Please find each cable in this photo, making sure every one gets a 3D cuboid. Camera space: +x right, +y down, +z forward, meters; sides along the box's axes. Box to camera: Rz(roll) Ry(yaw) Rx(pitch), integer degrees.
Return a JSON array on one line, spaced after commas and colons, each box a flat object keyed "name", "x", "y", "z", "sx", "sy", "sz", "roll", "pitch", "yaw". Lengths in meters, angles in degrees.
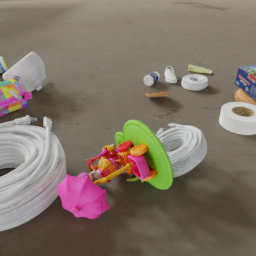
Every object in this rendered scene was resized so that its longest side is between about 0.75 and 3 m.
[{"name": "cable", "x": 2.712, "y": -1.859, "z": 11.389, "sx": 1.040, "sy": 0.360, "sz": 1.040, "roll": 15, "pitch": 34, "yaw": 23}, {"name": "cable", "x": -2.839, "y": 0.942, "z": 6.202, "sx": 2.890, "sy": 1.000, "sz": 2.889, "roll": -13, "pitch": 35, "yaw": -20}, {"name": "cable", "x": 1.110, "y": 0.543, "z": 6.784, "sx": 1.575, "sy": 0.545, "sz": 1.575, "roll": -43, "pitch": 26, "yaw": -26}]

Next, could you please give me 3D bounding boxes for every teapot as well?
[{"name": "teapot", "x": -3.840, "y": -2.024, "z": 10.886, "sx": 1.719, "sy": 1.272, "sz": 1.742, "roll": 2, "pitch": 47, "yaw": 54}]

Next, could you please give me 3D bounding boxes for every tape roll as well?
[{"name": "tape roll", "x": 3.570, "y": -0.325, "z": 8.770, "sx": 1.334, "sy": 0.467, "sz": 1.334, "roll": 0, "pitch": 31, "yaw": 0}]

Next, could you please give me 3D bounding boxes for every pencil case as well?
[{"name": "pencil case", "x": -4.524, "y": -0.755, "z": 8.877, "sx": 1.180, "sy": 1.180, "sz": 2.670, "roll": 26, "pitch": 42, "yaw": 36}]

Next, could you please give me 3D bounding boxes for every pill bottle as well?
[{"name": "pill bottle", "x": 1.012, "y": -2.075, "z": 11.648, "sx": 0.442, "sy": 0.442, "sz": 0.795, "roll": 17, "pitch": 34, "yaw": 25}]

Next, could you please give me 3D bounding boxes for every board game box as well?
[{"name": "board game box", "x": 5.554, "y": -1.491, "z": 9.675, "sx": 2.496, "sy": 0.770, "sz": 2.497, "roll": -19, "pitch": 48, "yaw": -15}]

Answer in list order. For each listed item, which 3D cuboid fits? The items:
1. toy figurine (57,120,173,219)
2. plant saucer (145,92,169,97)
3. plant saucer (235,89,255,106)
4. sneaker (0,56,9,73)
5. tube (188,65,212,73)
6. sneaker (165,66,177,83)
[{"name": "toy figurine", "x": -0.535, "y": 0.978, "z": 5.971, "sx": 2.067, "sy": 1.686, "sz": 2.246, "roll": -27, "pitch": 18, "yaw": -23}, {"name": "plant saucer", "x": 1.084, "y": -1.238, "z": 10.348, "sx": 0.878, "sy": 0.142, "sz": 0.878, "roll": -3, "pitch": 10, "yaw": 1}, {"name": "plant saucer", "x": 4.883, "y": -1.164, "z": 10.336, "sx": 1.754, "sy": 0.283, "sz": 1.754, "roll": 0, "pitch": 32, "yaw": 0}, {"name": "sneaker", "x": -6.084, "y": -2.896, "z": 12.701, "sx": 0.848, "sy": 0.763, "sz": 2.063, "roll": -34, "pitch": 33, "yaw": -18}, {"name": "tube", "x": 3.294, "y": -2.661, "z": 12.841, "sx": 1.084, "sy": 0.281, "sz": 0.314, "roll": 14, "pitch": 73, "yaw": 16}, {"name": "sneaker", "x": 1.812, "y": -2.316, "z": 12.055, "sx": 0.463, "sy": 0.448, "sz": 1.267, "roll": -4, "pitch": 32, "yaw": -7}]
